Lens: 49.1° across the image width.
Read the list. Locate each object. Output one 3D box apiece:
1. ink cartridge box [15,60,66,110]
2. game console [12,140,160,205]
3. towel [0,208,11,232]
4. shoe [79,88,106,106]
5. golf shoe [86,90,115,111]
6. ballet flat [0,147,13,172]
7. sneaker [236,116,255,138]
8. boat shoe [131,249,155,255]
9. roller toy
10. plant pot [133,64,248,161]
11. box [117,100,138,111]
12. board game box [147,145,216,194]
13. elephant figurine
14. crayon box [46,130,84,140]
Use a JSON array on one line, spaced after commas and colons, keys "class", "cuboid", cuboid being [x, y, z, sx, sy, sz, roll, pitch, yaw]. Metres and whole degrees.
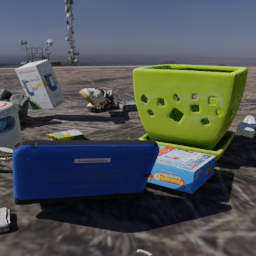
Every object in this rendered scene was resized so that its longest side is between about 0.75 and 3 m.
[{"class": "ink cartridge box", "cuboid": [-3.267, -1.589, 10.494, 1.234, 1.698, 0.743, 0, 26, 32]}, {"class": "game console", "cuboid": [-0.824, 0.562, 4.916, 2.175, 1.856, 1.287, 0, 41, -20]}, {"class": "towel", "cuboid": [-2.190, 1.418, 4.155, 0.830, 0.143, 0.550, -7, 16, -23]}, {"class": "shoe", "cuboid": [-1.282, -1.293, 10.767, 0.780, 0.596, 2.232, 42, 6, 1]}, {"class": "golf shoe", "cuboid": [-1.242, -1.191, 12.385, 0.677, 0.772, 1.754, 10, 20, 29]}, {"class": "ballet flat", "cuboid": [-2.975, 0.663, 6.154, 1.549, 0.521, 0.527, 0, 16, -1]}, {"class": "sneaker", "cuboid": [3.826, -0.007, 8.762, 0.564, 0.523, 1.392, 22, 29, 29]}, {"class": "boat shoe", "cuboid": [0.455, 1.627, 2.891, 1.258, 0.465, 0.379, 3, 18, 41]}, {"class": "roller toy", "cuboid": [-3.623, -0.033, 7.092, 1.662, 1.273, 1.822, -7, 17, -12]}, {"class": "plant pot", "cuboid": [1.620, -0.471, 7.180, 2.374, 2.154, 2.362, 8, 17, 27]}, {"class": "box", "cuboid": [0.231, -1.011, 12.540, 1.222, 0.304, 0.964, -5, 16, -17]}, {"class": "board game box", "cuboid": [0.876, 0.759, 5.683, 1.419, 0.405, 1.449, 9, 11, 31]}, {"class": "elephant figurine", "cuboid": [-3.935, -0.597, 9.961, 1.805, 1.400, 1.277, 29, -12, 41]}, {"class": "crayon box", "cuboid": [-1.810, 0.281, 8.038, 0.931, 0.240, 0.585, -9, 18, -33]}]
